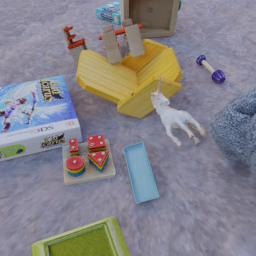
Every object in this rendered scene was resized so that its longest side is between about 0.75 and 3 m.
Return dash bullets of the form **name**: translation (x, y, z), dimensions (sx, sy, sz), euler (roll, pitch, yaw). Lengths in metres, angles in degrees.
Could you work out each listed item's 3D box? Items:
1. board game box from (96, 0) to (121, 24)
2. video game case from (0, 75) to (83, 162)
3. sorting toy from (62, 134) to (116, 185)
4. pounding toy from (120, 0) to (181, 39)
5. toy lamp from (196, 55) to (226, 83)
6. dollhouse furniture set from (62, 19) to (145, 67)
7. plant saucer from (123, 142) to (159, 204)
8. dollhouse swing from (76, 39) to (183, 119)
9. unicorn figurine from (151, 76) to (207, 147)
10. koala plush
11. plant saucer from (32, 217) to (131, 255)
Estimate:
- **board game box**: translation (-0.416, -6.087, 14.566), dimensions (1.521, 0.473, 2.015), euler (29, 50, 28)
- **video game case**: translation (-2.883, -0.413, 8.224), dimensions (2.533, 0.635, 2.794), euler (-13, 44, -15)
- **sorting toy**: translation (-1.028, 0.730, 7.111), dimensions (1.251, 0.435, 1.244), euler (-8, 43, -9)
- **pounding toy**: translation (1.167, -5.519, 12.570), dimensions (2.989, 2.752, 2.125), euler (-5, 53, -4)
- **toy lamp**: translation (3.048, -2.159, 10.289), dimensions (0.457, 0.457, 1.569), euler (-13, 44, -14)
- **dollhouse furniture set**: translation (-0.829, -3.361, 10.291), dimensions (2.782, 1.449, 2.813), euler (-15, 25, 3)
- **plant saucer**: translation (0.297, 1.048, 6.730), dimensions (0.553, 0.150, 1.581), euler (-17, 49, 3)
- **dollhouse swing**: translation (-0.007, -1.968, 8.625), dimensions (2.273, 2.199, 2.502), euler (-37, 34, 27)
- **unicorn figurine**: translation (1.292, -0.233, 7.371), dimensions (0.779, 2.110, 1.449), euler (-39, 64, 14)
- **koala plush**: translation (3.260, 0.580, 6.056), dimensions (2.539, 2.450, 2.763), euler (-8, 42, 9)
- **plant saucer**: translation (-0.796, 2.546, 5.123), dimensions (1.796, 0.431, 1.799), euler (-14, 45, -15)
